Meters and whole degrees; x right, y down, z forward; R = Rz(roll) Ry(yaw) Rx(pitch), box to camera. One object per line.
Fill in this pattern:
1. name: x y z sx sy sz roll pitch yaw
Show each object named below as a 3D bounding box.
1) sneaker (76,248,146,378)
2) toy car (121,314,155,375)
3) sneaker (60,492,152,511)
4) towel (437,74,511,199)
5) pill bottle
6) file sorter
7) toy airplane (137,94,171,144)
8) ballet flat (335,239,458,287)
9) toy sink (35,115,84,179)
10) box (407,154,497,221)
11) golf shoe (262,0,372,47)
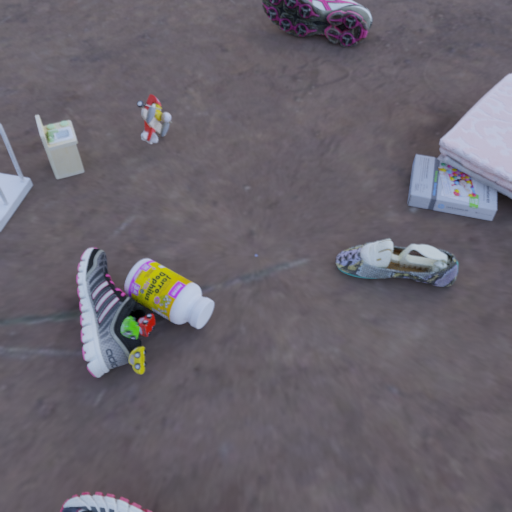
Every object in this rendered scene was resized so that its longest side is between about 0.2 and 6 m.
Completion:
1. sneaker: -2.003 0.713 7.882 0.863 0.728 1.973 -11 56 -9
2. toy car: -1.561 1.010 7.188 0.190 0.801 0.851 0 58 11
3. sneaker: -1.108 3.133 5.749 2.217 0.894 0.828 19 55 15
4. towel: 5.466 -1.804 9.928 3.569 0.575 3.409 36 56 21
5. pill bottle: -1.227 0.564 8.016 1.219 0.635 0.635 27 55 16
6. file sorter: -5.084 -0.949 8.707 1.742 1.563 2.510 10 51 8
7. toy airplane: -1.860 -2.480 10.351 0.589 0.831 0.835 -6 35 10
8. ballet flat: 2.149 0.026 8.499 1.838 0.661 0.661 8 51 7
9. toy sink: -3.453 -1.987 9.924 0.560 0.999 0.651 -18 52 -14
10. box: 3.415 -1.204 9.738 1.422 0.293 1.109 13 52 9
11. golf shoe: 1.420 -5.669 13.088 2.590 0.940 1.193 20 48 5
